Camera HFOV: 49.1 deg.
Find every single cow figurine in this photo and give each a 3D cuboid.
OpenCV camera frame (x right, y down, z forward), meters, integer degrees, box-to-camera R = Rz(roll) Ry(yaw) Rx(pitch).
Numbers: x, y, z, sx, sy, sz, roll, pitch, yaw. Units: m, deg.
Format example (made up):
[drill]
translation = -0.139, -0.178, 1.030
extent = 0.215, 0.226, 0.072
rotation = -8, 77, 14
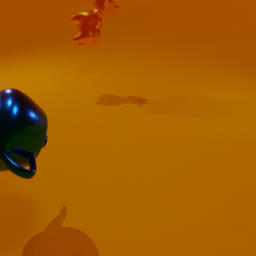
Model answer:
[cow figurine]
translation = -1.024, -3.412, 9.020
extent = 1.544, 1.569, 0.861
rotation = -6, -7, 16

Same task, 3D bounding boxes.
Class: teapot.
[teapot]
translation = -1.667, 0.038, 4.136
extent = 0.953, 1.210, 1.946
rotation = 22, 22, -38
